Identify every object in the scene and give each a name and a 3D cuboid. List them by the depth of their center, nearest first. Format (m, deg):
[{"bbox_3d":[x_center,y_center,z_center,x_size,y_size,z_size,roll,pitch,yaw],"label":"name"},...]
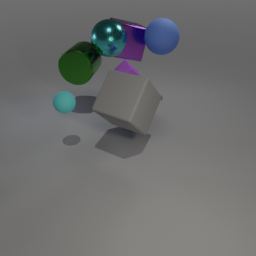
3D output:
[{"bbox_3d":[0.002,-0.784,8.756,1.400,1.400,1.400,19,-9,28],"label":"cube"},{"bbox_3d":[-1.998,-0.808,8.788,0.700,0.700,0.700,0,30,0],"label":"ball"},{"bbox_3d":[-0.040,-1.925,10.237,0.700,0.700,0.700,-41,46,15],"label":"cube"},{"bbox_3d":[-0.738,-3.447,10.780,1.400,1.400,1.400,0,30,0],"label":"ball"},{"bbox_3d":[1.348,-3.640,11.191,1.400,1.400,1.400,0,30,0],"label":"ball"},{"bbox_3d":[-1.911,-2.641,11.347,1.400,1.400,1.400,5,32,9],"label":"cylinder"},{"bbox_3d":[-0.101,-3.885,12.285,1.400,1.400,1.400,3,28,-23],"label":"cube"}]
